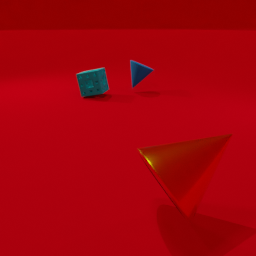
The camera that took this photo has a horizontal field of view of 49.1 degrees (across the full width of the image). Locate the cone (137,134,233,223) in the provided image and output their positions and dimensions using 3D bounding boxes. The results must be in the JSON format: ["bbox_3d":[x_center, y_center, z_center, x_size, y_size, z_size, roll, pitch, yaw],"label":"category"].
[{"bbox_3d":[0.950,0.431,3.834,1.204,1.200,1.200,-35,27,-3],"label":"cone"}]

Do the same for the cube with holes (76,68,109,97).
[{"bbox_3d":[-1.301,-1.715,10.472,0.847,0.847,0.847,-7,17,16],"label":"cube with holes"}]

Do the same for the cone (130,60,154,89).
[{"bbox_3d":[0.363,-2.010,11.034,0.998,1.002,0.998,21,16,-6],"label":"cone"}]
